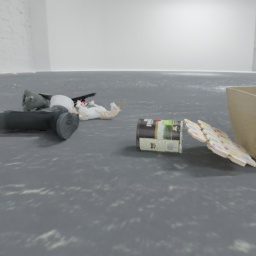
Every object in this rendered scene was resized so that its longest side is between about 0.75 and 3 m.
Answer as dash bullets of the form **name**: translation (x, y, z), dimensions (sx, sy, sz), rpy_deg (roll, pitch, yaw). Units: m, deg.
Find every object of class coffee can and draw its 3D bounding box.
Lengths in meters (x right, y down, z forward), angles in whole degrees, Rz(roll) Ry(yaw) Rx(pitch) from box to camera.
- **coffee can**: translation (0.993, 0.237, 8.639), dimensions (1.355, 0.992, 0.992), rpy_deg (3, 15, 10)

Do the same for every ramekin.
- **ramekin**: translation (-2.668, -0.865, 11.182), dimensions (0.930, 0.930, 0.433), rpy_deg (2, 57, 8)

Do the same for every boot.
- **boot**: translation (-3.456, -0.231, 10.241), dimensions (2.873, 0.943, 2.368), rpy_deg (6, 3, 2)

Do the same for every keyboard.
- **keyboard**: translation (-2.942, -1.573, 16.232), dimensions (2.256, 0.447, 1.174), rpy_deg (-15, 8, 7)

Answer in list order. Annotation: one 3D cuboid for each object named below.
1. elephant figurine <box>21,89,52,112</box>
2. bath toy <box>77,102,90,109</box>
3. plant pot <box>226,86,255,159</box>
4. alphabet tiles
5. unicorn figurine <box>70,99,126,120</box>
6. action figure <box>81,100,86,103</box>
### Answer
- **elephant figurine**: translation (-4.426, -1.346, 14.421), dimensions (1.805, 1.277, 1.400), rpy_deg (8, 37, -37)
- **bath toy**: translation (-2.468, -1.265, 15.530), dimensions (0.777, 0.287, 0.338), rpy_deg (-12, 19, -36)
- **plant pot**: translation (4.312, -0.186, 8.397), dimensions (2.167, 1.921, 2.170), rpy_deg (-2, 16, -5)
- **alphabet tiles**: translation (2.578, 0.354, 7.934), dimensions (2.095, 0.156, 2.142), rpy_deg (25, 20, -5)
- **unicorn figurine**: translation (-1.533, -0.817, 13.030), dimensions (2.506, 0.925, 1.721), rpy_deg (-23, 34, -23)
- **action figure**: translation (-2.686, -1.518, 16.317), dimensions (0.435, 0.344, 1.330), rpy_deg (-22, 20, -5)
